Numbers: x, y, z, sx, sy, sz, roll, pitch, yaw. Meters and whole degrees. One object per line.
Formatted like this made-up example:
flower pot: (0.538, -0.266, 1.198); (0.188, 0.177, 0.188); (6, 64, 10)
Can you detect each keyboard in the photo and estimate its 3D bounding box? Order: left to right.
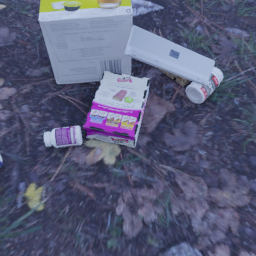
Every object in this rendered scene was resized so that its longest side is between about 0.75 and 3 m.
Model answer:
keyboard: (1.202, -1.869, 7.492); (2.681, 0.143, 0.754); (15, 90, -24)

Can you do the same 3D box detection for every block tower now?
block tower: (1.337, -2.487, 10.174); (0.636, 0.681, 2.355); (-39, 67, -22)

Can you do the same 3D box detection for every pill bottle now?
pill bottle: (-1.947, 0.277, 8.434); (1.067, 0.599, 0.599); (-7, 58, -4)
pill bottle: (2.609, -1.465, 9.463); (0.727, 0.727, 1.276); (38, 66, 22)

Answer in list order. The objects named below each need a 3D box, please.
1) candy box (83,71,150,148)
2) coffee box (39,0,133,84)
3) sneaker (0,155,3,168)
candy box: (-0.292, -0.654, 8.947); (1.600, 0.716, 2.347); (12, 58, 7)
coffee box: (-1.304, -3.452, 9.550); (2.692, 2.696, 2.666); (-5, 58, -3)
sneaker: (-4.310, 2.073, 7.145); (2.827, 1.139, 2.070); (-25, 76, -27)
